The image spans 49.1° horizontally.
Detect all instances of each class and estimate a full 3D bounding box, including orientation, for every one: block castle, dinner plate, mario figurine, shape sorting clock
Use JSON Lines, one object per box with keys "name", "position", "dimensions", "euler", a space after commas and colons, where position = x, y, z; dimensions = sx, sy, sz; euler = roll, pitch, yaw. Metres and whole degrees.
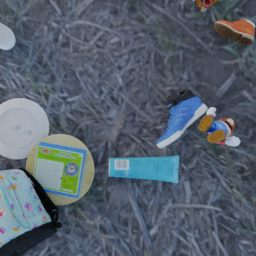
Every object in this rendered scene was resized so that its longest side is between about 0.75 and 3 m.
{"name": "block castle", "position": [2.947, -5.553, 10.890], "dimensions": [1.158, 0.813, 1.733], "euler": [-35, 84, -5]}
{"name": "dinner plate", "position": [-4.135, 0.001, 10.468], "dimensions": [2.326, 0.282, 2.326], "euler": [0, 84, -1]}
{"name": "mario figurine", "position": [3.029, -0.070, 9.043], "dimensions": [1.129, 2.131, 1.315], "euler": [-4, 88, 28]}
{"name": "shape sorting clock", "position": [-2.460, 1.490, 10.132], "dimensions": [2.552, 0.501, 2.552], "euler": [0, 91, 8]}

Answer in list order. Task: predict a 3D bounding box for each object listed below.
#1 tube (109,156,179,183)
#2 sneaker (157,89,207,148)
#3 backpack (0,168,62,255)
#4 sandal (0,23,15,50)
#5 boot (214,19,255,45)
{"name": "tube", "position": [0.589, 1.454, 10.133], "dimensions": [2.567, 0.647, 0.994], "euler": [3, 92, -5]}
{"name": "sneaker", "position": [1.639, -0.434, 10.159], "dimensions": [2.373, 0.911, 1.320], "euler": [-42, 90, -9]}
{"name": "backpack", "position": [-3.813, 2.676, 9.227], "dimensions": [2.330, 1.767, 2.792], "euler": [-34, 77, 15]}
{"name": "sandal", "position": [-5.033, -3.641, 10.836], "dimensions": [0.855, 0.516, 2.100], "euler": [-40, 71, -20]}
{"name": "boot", "position": [4.145, -3.897, 10.835], "dimensions": [1.608, 0.603, 0.862], "euler": [21, 78, -4]}
